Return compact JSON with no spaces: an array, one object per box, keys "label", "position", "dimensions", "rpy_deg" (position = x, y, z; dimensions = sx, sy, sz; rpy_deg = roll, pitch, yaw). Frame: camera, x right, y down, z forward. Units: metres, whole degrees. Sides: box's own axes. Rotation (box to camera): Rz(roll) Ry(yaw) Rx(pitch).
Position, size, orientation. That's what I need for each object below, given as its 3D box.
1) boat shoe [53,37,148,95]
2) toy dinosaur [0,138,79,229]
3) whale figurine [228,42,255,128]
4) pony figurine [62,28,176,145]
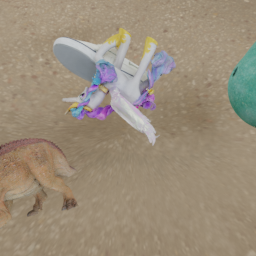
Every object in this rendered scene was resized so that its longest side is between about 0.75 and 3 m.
[{"label":"boat shoe","position":[-0.460,-1.471,5.984],"dimensions":[2.183,0.807,0.931],"rpy_deg":[23,60,-19]},{"label":"toy dinosaur","position":[-1.830,0.611,4.407],"dimensions":[2.684,1.152,1.819],"rpy_deg":[-14,88,-43]},{"label":"whale figurine","position":[2.931,-1.381,5.684],"dimensions":[1.495,2.292,2.881],"rpy_deg":[16,75,-2]},{"label":"pony figurine","position":[-0.021,-0.694,5.353],"dimensions":[1.974,1.703,2.045],"rpy_deg":[33,89,6]}]
